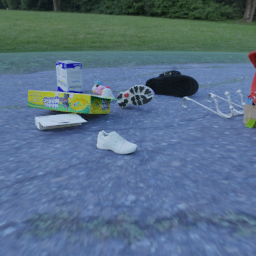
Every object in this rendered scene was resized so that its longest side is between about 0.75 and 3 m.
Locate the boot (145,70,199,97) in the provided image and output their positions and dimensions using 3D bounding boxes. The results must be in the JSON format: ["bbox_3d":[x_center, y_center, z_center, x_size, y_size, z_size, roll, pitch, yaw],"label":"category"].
[{"bbox_3d":[2.311,-2.179,13.379,2.609,0.982,1.951,10,21,29],"label":"boot"}]

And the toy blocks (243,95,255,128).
[{"bbox_3d":[4.278,-0.759,8.874,1.714,1.172,0.857,-13,23,-33],"label":"toy blocks"}]

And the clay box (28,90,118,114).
[{"bbox_3d":[-1.798,-0.858,9.542,2.725,0.649,1.566,8,6,20],"label":"clay box"}]

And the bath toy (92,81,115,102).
[{"bbox_3d":[-1.102,-1.623,12.261,0.785,0.667,1.806,-6,20,-17],"label":"bath toy"}]

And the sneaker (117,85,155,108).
[{"bbox_3d":[0.335,-1.225,10.333,0.759,0.734,1.819,-23,13,-37],"label":"sneaker"}]

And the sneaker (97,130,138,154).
[{"bbox_3d":[-0.283,0.344,6.775,1.097,0.440,0.386,10,19,23],"label":"sneaker"}]

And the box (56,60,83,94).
[{"bbox_3d":[-2.795,-2.401,13.286,0.769,1.466,1.348,-12,22,-32],"label":"box"}]

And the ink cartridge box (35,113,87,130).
[{"bbox_3d":[-2.006,-0.144,8.393,1.307,0.285,1.134,-8,20,-27],"label":"ink cartridge box"}]

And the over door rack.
[{"bbox_3d":[3.359,-1.016,10.337,1.665,0.751,2.254,-12,22,-34],"label":"over door rack"}]

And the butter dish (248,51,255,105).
[{"bbox_3d":[4.505,-0.616,7.378,2.830,2.097,2.838,38,-7,-25],"label":"butter dish"}]
